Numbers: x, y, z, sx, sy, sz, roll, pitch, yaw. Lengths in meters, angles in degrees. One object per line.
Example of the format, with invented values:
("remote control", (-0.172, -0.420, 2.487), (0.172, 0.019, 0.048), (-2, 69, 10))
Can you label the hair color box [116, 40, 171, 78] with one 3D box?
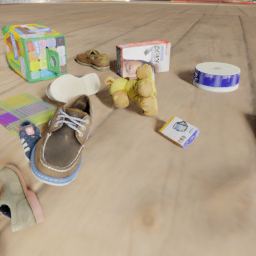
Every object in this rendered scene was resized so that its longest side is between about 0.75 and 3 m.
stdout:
("hair color box", (0.634, -2.831, 11.438), (2.187, 1.213, 0.699), (-14, 32, -22))

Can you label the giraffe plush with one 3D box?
("giraffe plush", (0.074, -1.105, 8.129), (1.394, 1.483, 1.719), (-7, 37, 10))

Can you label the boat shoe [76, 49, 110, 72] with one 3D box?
("boat shoe", (-1.559, -3.157, 12.504), (0.788, 0.744, 2.189), (-26, 38, -38))

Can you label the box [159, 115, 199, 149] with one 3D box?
("box", (1.291, 0.111, 6.899), (0.572, 0.199, 0.962), (-46, 45, -7))

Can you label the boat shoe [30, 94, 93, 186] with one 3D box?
("boat shoe", (-1.355, 0.041, 6.154), (1.040, 1.042, 2.880), (19, 27, -12))

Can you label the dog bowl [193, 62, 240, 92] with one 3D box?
("dog bowl", (3.265, -1.909, 10.365), (1.624, 0.640, 1.624), (0, 28, 0))

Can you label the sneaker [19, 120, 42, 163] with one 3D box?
("sneaker", (-2.191, 0.278, 6.429), (0.554, 0.624, 1.477), (-19, 34, -30))

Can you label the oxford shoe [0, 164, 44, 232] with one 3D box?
("oxford shoe", (-2.047, 1.161, 4.918), (0.582, 0.558, 1.577), (-23, 36, -31))

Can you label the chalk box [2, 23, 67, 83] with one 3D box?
("chalk box", (-3.494, -2.898, 10.941), (1.668, 1.679, 2.691), (-22, 41, -34))

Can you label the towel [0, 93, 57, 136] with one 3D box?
("towel", (-3.079, -0.465, 8.168), (2.263, 0.258, 1.625), (23, 36, 34))

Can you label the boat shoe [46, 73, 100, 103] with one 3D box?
("boat shoe", (-1.707, -1.207, 8.458), (0.702, 0.847, 2.358), (-6, 15, 26))
